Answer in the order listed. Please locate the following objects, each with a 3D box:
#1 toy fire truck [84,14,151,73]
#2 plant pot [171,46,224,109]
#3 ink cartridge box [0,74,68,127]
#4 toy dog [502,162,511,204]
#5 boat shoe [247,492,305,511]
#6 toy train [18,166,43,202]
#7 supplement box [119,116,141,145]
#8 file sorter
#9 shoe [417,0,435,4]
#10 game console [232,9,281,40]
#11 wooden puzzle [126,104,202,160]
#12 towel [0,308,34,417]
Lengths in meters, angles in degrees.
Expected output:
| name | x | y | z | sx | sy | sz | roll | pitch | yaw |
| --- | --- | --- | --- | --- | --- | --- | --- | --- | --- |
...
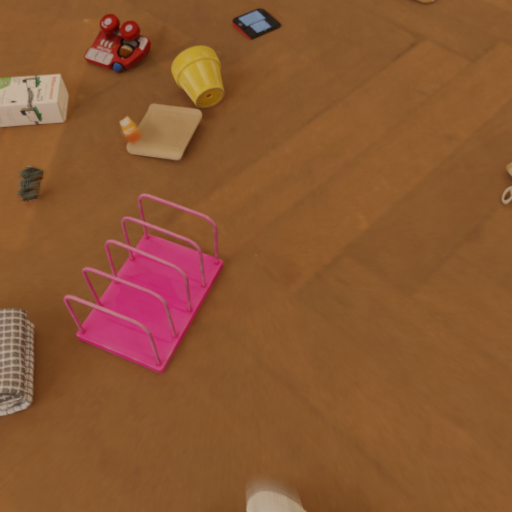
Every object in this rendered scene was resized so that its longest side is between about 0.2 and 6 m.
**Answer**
| name | x | y | z | sx | sy | sz | roll | pitch | yaw |
| --- | --- | --- | --- | --- | --- | --- | --- | --- | --- |
| toy fire truck | -3.145 | -4.754 | 12.840 | 1.371 | 0.769 | 1.151 | 24 | 82 | 17 |
| plant pot | -1.155 | -3.730 | 11.906 | 1.036 | 1.036 | 0.974 | -20 | 72 | -14 |
| ink cartridge box | -4.732 | -3.275 | 11.786 | 1.350 | 0.569 | 0.986 | -6 | 55 | -5 |
| toy dog | 5.152 | -1.423 | 10.456 | 0.611 | 0.837 | 1.269 | 29 | 62 | -18 |
| boat shoe | 0.581 | 3.499 | 6.799 | 0.643 | 0.611 | 1.785 | -37 | 55 | -22 |
| toy train | -4.135 | -1.326 | 10.310 | 0.286 | 0.672 | 0.383 | 18 | 15 | 19 |
| supplement box | -2.480 | -2.478 | 11.029 | 0.242 | 0.234 | 0.703 | -33 | 43 | 5 |
| file sorter | -1.683 | 0.344 | 8.696 | 1.527 | 1.378 | 2.197 | 20 | 57 | 13 |
| shoe | 3.707 | -7.322 | 14.655 | 2.308 | 0.616 | 0.807 | 31 | 60 | 20 |
| game console | -0.007 | -5.731 | 13.808 | 0.976 | 0.151 | 0.863 | -31 | 60 | -20 |
| wooden puzzle | -1.847 | -2.507 | 11.401 | 1.214 | 0.244 | 1.312 | 10 | 60 | 15 |
| towel | -4.225 | 1.621 | 8.153 | 1.807 | 0.773 | 1.496 | -11 | 54 | -8 |
